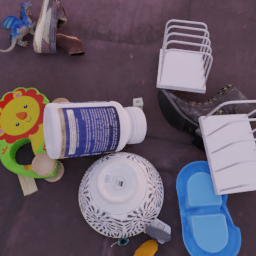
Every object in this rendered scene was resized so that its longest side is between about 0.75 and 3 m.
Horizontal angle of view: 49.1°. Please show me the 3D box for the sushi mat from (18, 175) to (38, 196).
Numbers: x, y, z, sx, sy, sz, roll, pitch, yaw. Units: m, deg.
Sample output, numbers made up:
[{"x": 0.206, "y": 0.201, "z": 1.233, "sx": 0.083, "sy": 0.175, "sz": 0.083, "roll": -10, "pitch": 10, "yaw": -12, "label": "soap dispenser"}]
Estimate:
[{"x": -3.206, "y": 1.665, "z": 8.883, "sx": 0.437, "sy": 0.055, "sz": 0.914, "roll": -23, "pitch": 69, "yaw": -11, "label": "sushi mat"}]

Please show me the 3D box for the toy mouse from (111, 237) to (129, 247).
[{"x": -0.248, "y": 3.158, "z": 8.201, "sx": 0.847, "sy": 0.164, "sz": 0.753, "roll": 33, "pitch": 71, "yaw": 13, "label": "toy mouse"}]

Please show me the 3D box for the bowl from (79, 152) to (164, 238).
[{"x": -0.244, "y": 1.706, "z": 8.110, "sx": 2.639, "sy": 1.239, "sz": 2.639, "roll": -1, "pitch": 62, "yaw": 2, "label": "bowl"}]

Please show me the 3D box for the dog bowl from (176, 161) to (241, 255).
[{"x": 2.243, "y": 2.445, "z": 8.208, "sx": 1.594, "sy": 0.709, "sz": 2.859, "roll": -4, "pitch": 67, "yaw": -2, "label": "dog bowl"}]

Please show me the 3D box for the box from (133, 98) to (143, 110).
[{"x": 0.331, "y": -0.740, "z": 9.486, "sx": 0.315, "sy": 0.768, "sz": 0.262, "roll": -8, "pitch": 73, "yaw": -4, "label": "box"}]

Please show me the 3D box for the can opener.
[{"x": 0.352, "y": 2.618, "z": 8.146, "sx": 2.018, "sy": 0.675, "sz": 0.538, "roll": 30, "pitch": 69, "yaw": 9, "label": "can opener"}]

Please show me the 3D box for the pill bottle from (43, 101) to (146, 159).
[{"x": -0.963, "y": 0.002, "z": 8.434, "sx": 2.862, "sy": 1.589, "sz": 1.589, "roll": -4, "pitch": 66, "yaw": -25, "label": "pill bottle"}]

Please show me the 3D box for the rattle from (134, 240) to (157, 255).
[{"x": 0.453, "y": 4.297, "z": 7.647, "sx": 1.223, "sy": 1.342, "sz": 1.878, "roll": -28, "pitch": 81, "yaw": 25, "label": "rattle"}]

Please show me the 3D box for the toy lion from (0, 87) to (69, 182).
[{"x": -3.286, "y": 0.069, "z": 9.161, "sx": 2.843, "sy": 1.018, "sz": 2.966, "roll": 6, "pitch": 68, "yaw": 10, "label": "toy lion"}]

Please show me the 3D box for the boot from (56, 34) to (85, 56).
[{"x": -2.305, "y": -3.061, "z": 10.450, "sx": 1.253, "sy": 0.453, "sz": 1.042, "roll": -9, "pitch": 50, "yaw": -23, "label": "boot"}]

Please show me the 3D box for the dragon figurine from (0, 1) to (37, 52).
[{"x": -4.308, "y": -3.810, "z": 10.791, "sx": 1.231, "sy": 0.729, "sz": 2.476, "roll": 31, "pitch": 70, "yaw": 12, "label": "dragon figurine"}]

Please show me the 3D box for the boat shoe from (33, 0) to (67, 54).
[{"x": -2.840, "y": -4.226, "z": 10.744, "sx": 0.968, "sy": 1.074, "sz": 2.987, "roll": 13, "pitch": 79, "yaw": -12, "label": "boat shoe"}]

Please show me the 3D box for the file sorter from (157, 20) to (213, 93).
[{"x": 1.913, "y": -2.507, "z": 9.487, "sx": 1.586, "sy": 1.423, "sz": 2.286, "roll": 8, "pitch": 45, "yaw": 3, "label": "file sorter"}]

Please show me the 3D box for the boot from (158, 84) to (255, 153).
[{"x": 2.716, "y": -0.741, "z": 9.508, "sx": 2.534, "sy": 1.008, "sz": 2.911, "roll": -38, "pitch": 77, "yaw": -20, "label": "boot"}]

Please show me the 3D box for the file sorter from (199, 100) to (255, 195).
[{"x": 3.270, "y": 0.510, "z": 7.852, "sx": 1.637, "sy": 1.469, "sz": 2.359, "roll": -3, "pitch": 71, "yaw": -14, "label": "file sorter"}]
